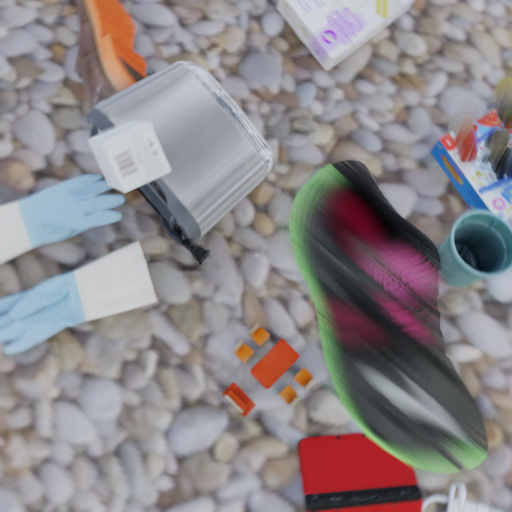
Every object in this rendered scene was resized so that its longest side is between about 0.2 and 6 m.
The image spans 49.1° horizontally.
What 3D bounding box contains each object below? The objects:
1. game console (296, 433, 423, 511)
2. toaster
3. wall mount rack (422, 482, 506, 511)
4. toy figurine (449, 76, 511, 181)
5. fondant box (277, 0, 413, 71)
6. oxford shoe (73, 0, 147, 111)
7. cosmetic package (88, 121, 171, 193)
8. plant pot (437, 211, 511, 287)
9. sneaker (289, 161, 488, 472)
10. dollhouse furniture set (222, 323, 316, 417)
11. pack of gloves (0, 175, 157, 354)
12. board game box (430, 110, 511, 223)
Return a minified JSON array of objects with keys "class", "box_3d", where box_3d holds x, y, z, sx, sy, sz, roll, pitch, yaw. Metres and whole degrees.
[{"class":"game console","box_3d":[1.427,3.349,7.872,1.586,0.941,1.367,-5,103,-1]},{"class":"toaster","box_3d":[-1.044,-1.504,8.550,1.855,1.632,2.872,-41,92,-14]},{"class":"wall mount rack","box_3d":[3.082,3.945,7.398,1.844,0.687,1.602,12,73,5]},{"class":"toy figurine","box_3d":[3.055,-1.561,6.905,1.063,1.046,0.739,17,54,-23]},{"class":"fondant box","box_3d":[1.606,-4.509,9.901,2.019,0.588,1.457,-39,91,-5]},{"class":"oxford shoe","box_3d":[-2.760,-3.655,9.632,1.146,1.121,3.145,-34,56,23]},{"class":"cosmetic package","box_3d":[-1.498,-1.180,6.579,0.622,0.748,0.626,-30,116,-20]},{"class":"plant pot","box_3d":[3.227,-0.015,8.468,1.019,0.998,1.019,2,70,-6]},{"class":"sneaker","box_3d":[1.094,0.469,4.932,1.132,1.235,2.949,-21,73,-14]},{"class":"dollhouse furniture set","box_3d":[0.097,1.747,8.132,1.216,0.626,1.202,43,77,12]},{"class":"pack of gloves","box_3d":[-3.122,0.119,8.838,2.801,0.553,2.353,-20,77,2]},{"class":"board game box","box_3d":[4.108,-1.513,9.250,1.690,0.482,1.726,-28,74,-8]}]
